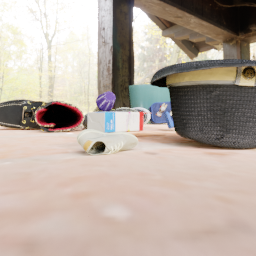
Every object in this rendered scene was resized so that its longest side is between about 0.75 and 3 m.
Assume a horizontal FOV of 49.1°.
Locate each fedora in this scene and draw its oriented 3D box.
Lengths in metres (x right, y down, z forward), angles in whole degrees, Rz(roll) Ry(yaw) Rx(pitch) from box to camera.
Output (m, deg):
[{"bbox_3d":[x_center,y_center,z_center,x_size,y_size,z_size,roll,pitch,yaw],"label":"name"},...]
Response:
[{"bbox_3d":[1.678,-0.315,4.627,2.660,1.215,2.660,3,2,0],"label":"fedora"}]

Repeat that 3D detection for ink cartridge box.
[{"bbox_3d":[-0.247,-0.209,8.919,1.835,0.617,1.066,-2,3,-37],"label":"ink cartridge box"}]

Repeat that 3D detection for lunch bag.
[{"bbox_3d":[1.928,-0.798,14.980,1.635,1.111,1.082,-2,-3,-7],"label":"lunch bag"}]

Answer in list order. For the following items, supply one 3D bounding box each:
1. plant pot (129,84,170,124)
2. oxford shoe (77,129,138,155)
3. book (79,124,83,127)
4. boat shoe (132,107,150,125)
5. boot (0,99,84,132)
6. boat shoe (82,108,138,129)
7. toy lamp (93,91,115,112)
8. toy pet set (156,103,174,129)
[{"bbox_3d":[1.431,-1.389,16.807,2.782,2.233,2.782,-1,3,0],"label":"plant pot"},{"bbox_3d":[-0.232,0.228,3.758,0.974,0.366,0.281,8,38,-43],"label":"oxford shoe"},{"bbox_3d":[-2.578,-0.145,11.507,0.804,0.289,1.203,-1,1,38],"label":"book"},{"bbox_3d":[-0.293,-0.363,10.922,2.285,0.799,0.757,0,8,24],"label":"boat shoe"},{"bbox_3d":[-2.871,-0.392,8.928,2.904,1.063,2.187,6,0,-21],"label":"boot"},{"bbox_3d":[-0.532,-0.283,9.843,2.128,0.759,0.641,-8,8,-16],"label":"boat shoe"},{"bbox_3d":[-1.050,-0.639,10.022,0.655,0.655,2.251,-1,-19,-26],"label":"toy lamp"},{"bbox_3d":[1.578,-0.221,9.215,1.382,0.734,1.290,28,-8,3],"label":"toy pet set"}]
